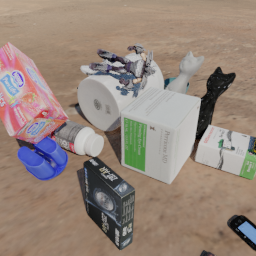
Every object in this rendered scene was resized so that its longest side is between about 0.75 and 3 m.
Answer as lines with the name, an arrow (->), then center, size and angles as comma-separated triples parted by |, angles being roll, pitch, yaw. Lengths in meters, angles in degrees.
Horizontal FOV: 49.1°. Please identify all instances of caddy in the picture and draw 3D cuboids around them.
caddy -> -2.767, 0.989, 9.198 | 1.738, 0.912, 1.228 | 23, 61, 39

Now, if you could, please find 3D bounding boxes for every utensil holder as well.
utensil holder -> -0.301, -1.509, 11.628 | 2.451, 2.451, 2.884 | 24, 42, 32

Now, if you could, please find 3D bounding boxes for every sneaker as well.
sneaker -> -1.308, -2.746, 12.532 | 1.544, 0.887, 0.580 | 9, 37, -29

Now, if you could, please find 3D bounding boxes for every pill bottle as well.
pill bottle -> -1.823, 0.359, 10.001 | 1.863, 1.032, 1.032 | 18, 38, 26

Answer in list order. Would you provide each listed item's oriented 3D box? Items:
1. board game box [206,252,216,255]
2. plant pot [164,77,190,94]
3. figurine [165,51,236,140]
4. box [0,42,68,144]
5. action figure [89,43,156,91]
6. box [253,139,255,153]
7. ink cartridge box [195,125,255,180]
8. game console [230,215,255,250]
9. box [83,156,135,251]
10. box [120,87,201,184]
board game box -> 2.147, 3.324, 6.238 | 1.057, 0.183, 0.716 | 20, 36, 29
plant pot -> 2.296, -1.811, 13.491 | 1.211, 0.816, 1.211 | 1, 35, 0
figurine -> 2.536, -1.414, 10.905 | 1.199, 2.717, 2.785 | 9, 28, -37
box -> -3.372, -1.096, 8.966 | 1.466, 1.353, 2.858 | -36, 70, 5
action figure -> -0.087, -2.134, 9.705 | 2.419, 1.574, 0.839 | 17, -3, 26
box -> 4.989, 0.821, 9.017 | 1.899, 0.468, 1.516 | 40, 40, 1
ink cartridge box -> 3.444, 0.765, 9.557 | 1.944, 0.820, 1.420 | 17, 36, 21
game console -> 3.302, 2.921, 6.852 | 1.113, 0.227, 1.886 | -18, 37, -26
box -> -0.486, 1.863, 6.942 | 0.412, 1.894, 1.517 | -23, 41, -34
box -> 1.063, 0.162, 9.256 | 1.889, 2.194, 2.205 | 18, 37, 25
